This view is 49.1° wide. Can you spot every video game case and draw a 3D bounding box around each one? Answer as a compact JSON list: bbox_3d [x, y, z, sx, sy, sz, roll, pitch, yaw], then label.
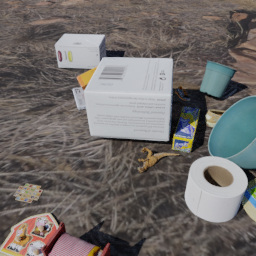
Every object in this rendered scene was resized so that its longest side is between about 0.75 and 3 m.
[{"bbox_3d":[-1.684,-1.501,13.233,1.628,0.196,1.786,-10,37,-13],"label":"video game case"}]

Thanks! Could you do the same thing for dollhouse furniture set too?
[{"bbox_3d":[-1.488,3.513,5.876,1.384,1.046,2.572,14,39,18],"label":"dollhouse furniture set"}]

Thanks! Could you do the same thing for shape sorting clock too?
[{"bbox_3d":[4.258,2.194,8.197,1.782,0.350,1.782,-1,41,1],"label":"shape sorting clock"}]

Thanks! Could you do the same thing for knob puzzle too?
[{"bbox_3d":[-2.491,2.838,7.459,1.621,0.225,1.621,0,37,0],"label":"knob puzzle"}]

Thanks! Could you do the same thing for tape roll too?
[{"bbox_3d":[2.520,1.755,8.161,1.603,1.101,1.603,0,37,0],"label":"tape roll"}]

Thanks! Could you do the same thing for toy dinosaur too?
[{"bbox_3d":[0.881,1.047,9.768,1.616,0.488,0.859,-28,70,-25],"label":"toy dinosaur"}]

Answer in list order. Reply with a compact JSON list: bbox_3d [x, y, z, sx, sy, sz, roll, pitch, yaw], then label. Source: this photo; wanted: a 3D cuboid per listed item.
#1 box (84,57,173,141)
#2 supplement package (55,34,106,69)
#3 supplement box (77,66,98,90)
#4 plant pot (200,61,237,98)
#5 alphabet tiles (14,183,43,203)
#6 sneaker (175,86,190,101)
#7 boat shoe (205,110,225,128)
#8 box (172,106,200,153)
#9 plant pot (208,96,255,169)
[{"bbox_3d":[0.201,-1.217,10.707,2.990,1.955,2.975,3,37,8],"label":"box"},{"bbox_3d":[-2.639,-4.420,16.101,2.469,1.369,1.923,3,36,5],"label":"supplement package"},{"bbox_3d":[-1.458,-2.492,13.246,1.826,0.628,0.607,-28,78,0],"label":"supplement box"},{"bbox_3d":[4.066,-2.198,12.904,1.419,1.390,1.419,18,13,-4],"label":"plant pot"},{"bbox_3d":[-3.091,2.018,8.709,0.805,0.025,0.670,8,37,11],"label":"alphabet tiles"},{"bbox_3d":[2.482,-1.549,12.617,0.377,0.372,0.964,1,36,-34],"label":"sneaker"},{"bbox_3d":[4.247,-0.419,11.270,2.160,0.823,0.774,0,37,0],"label":"boat shoe"},{"bbox_3d":[2.269,0.010,10.833,0.735,0.675,2.099,11,39,14],"label":"box"},{"bbox_3d":[4.150,0.387,9.295,1.645,2.442,2.442,33,35,-14],"label":"plant pot"}]
